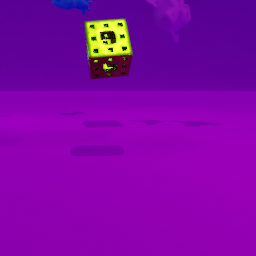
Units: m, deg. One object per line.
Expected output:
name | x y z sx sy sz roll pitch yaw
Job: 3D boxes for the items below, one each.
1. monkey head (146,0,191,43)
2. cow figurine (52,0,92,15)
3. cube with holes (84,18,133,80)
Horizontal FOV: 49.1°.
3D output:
monkey head | 0.953 -2.671 6.703 0.837 1.389 1.000 -20 28 47
cow figurine | -1.721 -3.954 8.766 1.172 0.654 1.191 13 28 -16
cube with holes | -0.500 -1.899 6.825 0.986 0.986 0.986 -7 -18 -9
